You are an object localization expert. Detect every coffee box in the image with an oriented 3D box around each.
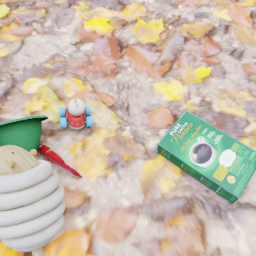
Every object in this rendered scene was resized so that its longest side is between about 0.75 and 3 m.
[{"bbox_3d":[2.201,0.715,7.705,2.473,0.544,1.520,33,64,19],"label":"coffee box"}]

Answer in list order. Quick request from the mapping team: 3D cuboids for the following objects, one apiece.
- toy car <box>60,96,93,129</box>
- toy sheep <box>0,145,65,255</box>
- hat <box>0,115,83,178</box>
[{"bbox_3d":[-1.513,-0.575,8.175,0.939,1.019,0.901,-2,47,-14],"label":"toy car"},{"bbox_3d":[-2.303,1.719,6.217,1.928,2.796,1.928,-12,12,3],"label":"toy sheep"},{"bbox_3d":[-2.779,0.738,7.575,1.776,2.144,1.887,-15,92,-51],"label":"hat"}]
